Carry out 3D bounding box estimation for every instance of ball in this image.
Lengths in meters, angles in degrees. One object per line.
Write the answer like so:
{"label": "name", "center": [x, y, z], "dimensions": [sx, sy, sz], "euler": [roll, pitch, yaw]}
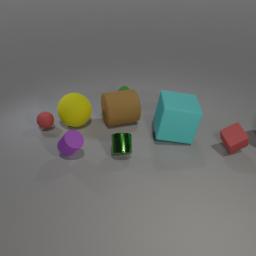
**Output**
{"label": "ball", "center": [-2.223, -0.756, 11.666], "dimensions": [1.400, 1.400, 1.400], "euler": [0, 29, 0]}
{"label": "ball", "center": [-3.389, -0.327, 11.489], "dimensions": [0.700, 0.700, 0.700], "euler": [0, 29, 0]}

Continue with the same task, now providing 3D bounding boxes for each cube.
{"label": "cube", "center": [1.829, -0.425, 10.604], "dimensions": [1.400, 1.400, 1.400], "euler": [8, 35, -5]}
{"label": "cube", "center": [3.712, 0.358, 9.796], "dimensions": [0.700, 0.700, 0.700], "euler": [-27, 57, 6]}

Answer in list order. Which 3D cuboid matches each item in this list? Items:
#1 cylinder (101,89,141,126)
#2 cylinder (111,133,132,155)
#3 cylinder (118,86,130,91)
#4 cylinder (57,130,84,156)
{"label": "cylinder", "center": [-0.322, -0.871, 11.884], "dimensions": [1.400, 1.400, 1.400], "euler": [-9, 30, -15]}
{"label": "cylinder", "center": [-0.219, 0.558, 9.723], "dimensions": [0.700, 0.700, 0.700], "euler": [-2, -10, 0]}
{"label": "cylinder", "center": [-0.077, -1.520, 13.236], "dimensions": [0.700, 0.700, 0.700], "euler": [-22, 51, 30]}
{"label": "cylinder", "center": [-1.955, 0.512, 9.515], "dimensions": [0.700, 0.700, 0.700], "euler": [19, 54, -27]}
